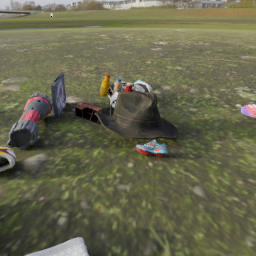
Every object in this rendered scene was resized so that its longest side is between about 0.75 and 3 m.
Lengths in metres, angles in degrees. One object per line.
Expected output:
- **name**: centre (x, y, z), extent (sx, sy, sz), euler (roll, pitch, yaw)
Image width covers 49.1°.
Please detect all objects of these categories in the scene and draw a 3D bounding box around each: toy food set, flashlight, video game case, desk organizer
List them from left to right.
- **flashlight**: centre (-3.086, -0.314, 9.161), extent (0.939, 0.936, 2.764), euler (12, 22, -14)
- **video game case**: centre (-2.665, -1.285, 10.848), extent (0.168, 1.265, 1.771), euler (-1, 24, -2)
- **desk organizer**: centre (-1.378, -0.542, 10.243), extent (1.205, 0.432, 0.464), euler (19, 33, 37)
- **toy food set**: centre (-0.228, -1.328, 10.664), extent (0.930, 0.877, 1.948), euler (-4, 30, -36)

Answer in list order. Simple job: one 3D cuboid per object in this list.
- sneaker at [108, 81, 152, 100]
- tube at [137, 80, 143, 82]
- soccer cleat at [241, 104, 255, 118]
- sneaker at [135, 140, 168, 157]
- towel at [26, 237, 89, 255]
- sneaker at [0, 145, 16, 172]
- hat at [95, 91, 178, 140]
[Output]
- **sneaker**: centre (-0.085, -1.511, 11.983), extent (2.139, 0.807, 1.217), euler (12, 27, 38)
- **tube**: centre (0.379, -2.006, 13.668), extent (0.487, 0.317, 1.257), euler (2, 28, 25)
- **soccer cleat**: centre (4.822, -0.498, 10.099), extent (1.489, 0.508, 0.545), euler (16, 35, 28)
- **sneaker**: centre (0.655, 0.542, 7.776), extent (0.888, 0.352, 0.424), euler (9, 62, 2)
- **towel**: centre (-1.363, 2.542, 3.493), extent (2.345, 0.378, 2.240), euler (-11, 27, -20)
- **sneaker**: centre (-3.714, 0.848, 6.862), extent (1.790, 0.671, 0.806), euler (-11, 20, -21)
- **hat**: centre (0.380, -0.624, 9.035), extent (2.928, 1.181, 2.928), euler (11, 17, -4)
